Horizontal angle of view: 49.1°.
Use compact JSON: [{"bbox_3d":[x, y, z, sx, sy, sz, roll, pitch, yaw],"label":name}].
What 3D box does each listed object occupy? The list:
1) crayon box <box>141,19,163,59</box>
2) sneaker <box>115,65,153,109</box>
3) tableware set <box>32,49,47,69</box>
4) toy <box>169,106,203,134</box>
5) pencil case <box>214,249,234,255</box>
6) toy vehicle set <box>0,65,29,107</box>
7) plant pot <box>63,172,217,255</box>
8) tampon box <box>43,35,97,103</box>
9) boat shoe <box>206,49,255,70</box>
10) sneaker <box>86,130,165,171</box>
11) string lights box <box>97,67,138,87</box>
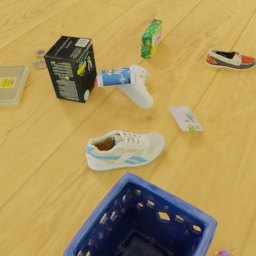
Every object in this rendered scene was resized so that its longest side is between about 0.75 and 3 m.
[{"bbox_3d":[1.245,-4.644,14.541,0.565,1.151,1.939,16,50,13],"label":"crayon box"},{"bbox_3d":[0.563,-1.983,12.366,1.497,0.955,2.591,-32,55,-21],"label":"sneaker"},{"bbox_3d":[-3.980,-3.606,14.260,1.833,0.213,1.531,-11,50,-9],"label":"tableware set"},{"bbox_3d":[2.259,-0.302,11.229,0.899,0.369,1.562,-1,38,-16],"label":"toy"},{"bbox_3d":[2.735,3.937,7.500,0.582,0.582,1.318,-2,49,-2],"label":"pencil case"},{"bbox_3d":[-5.570,-1.965,12.750,1.564,0.334,2.517,-1,49,-1],"label":"toy vehicle set"},{"bbox_3d":[0.325,3.136,6.985,2.624,2.359,2.624,26,53,21],"label":"plant pot"},{"bbox_3d":[-2.306,-2.474,11.915,1.404,2.225,1.667,11,50,13],"label":"tampon box"},{"bbox_3d":[5.087,-3.407,13.732,2.433,0.761,0.866,6,47,3],"label":"boat shoe"},{"bbox_3d":[-0.027,0.674,9.868,2.892,1.168,1.106,-13,47,-13],"label":"sneaker"},{"bbox_3d":[-0.447,-2.129,11.634,1.622,0.478,0.833,-6,28,0],"label":"string lights box"}]
